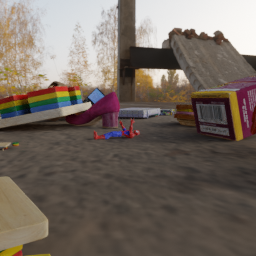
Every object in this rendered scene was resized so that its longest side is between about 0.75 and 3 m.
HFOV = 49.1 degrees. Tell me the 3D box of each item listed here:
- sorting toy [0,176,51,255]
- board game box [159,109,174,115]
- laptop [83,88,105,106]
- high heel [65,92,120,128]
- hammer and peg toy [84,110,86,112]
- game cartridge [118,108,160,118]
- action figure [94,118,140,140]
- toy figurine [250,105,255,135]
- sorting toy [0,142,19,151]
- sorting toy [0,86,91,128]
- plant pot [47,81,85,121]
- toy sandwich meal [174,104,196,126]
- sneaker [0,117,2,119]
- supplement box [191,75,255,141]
[{"bbox_3d":[-1.282,0.768,1.857,1.218,0.427,2.526,-5,8,-34],"label":"sorting toy"},{"bbox_3d":[2.315,-0.977,17.231,0.952,0.327,1.151,0,6,16],"label":"board game box"},{"bbox_3d":[-1.417,-1.138,13.231,0.675,1.158,1.307,-41,13,20],"label":"laptop"},{"bbox_3d":[-1.412,-0.727,10.792,2.732,1.313,0.921,4,8,33],"label":"high heel"},{"bbox_3d":[-1.755,-0.932,14.773,1.584,0.760,2.154,-6,6,-44],"label":"hammer and peg toy"},{"bbox_3d":[0.541,-0.837,15.409,1.888,0.559,2.912,7,9,23],"label":"game cartridge"},{"bbox_3d":[-0.285,0.002,7.766,1.282,0.634,0.418,1,7,-15],"label":"action figure"},{"bbox_3d":[3.487,-0.809,4.743,2.076,2.937,2.983,11,9,18],"label":"toy figurine"},{"bbox_3d":[-2.840,0.417,6.120,0.811,0.137,0.391,0,7,-9],"label":"sorting toy"},{"bbox_3d":[-3.237,-0.840,10.294,2.955,1.034,2.973,-10,7,12],"label":"sorting toy"},{"bbox_3d":[-2.930,-1.149,13.324,1.613,1.850,1.850,12,-2,-37],"label":"plant pot"},{"bbox_3d":[3.034,-0.566,11.451,2.449,0.839,2.449,0,7,0],"label":"toy sandwich meal"},{"bbox_3d":[-4.859,-0.195,10.919,0.369,0.332,0.856,10,10,-18],"label":"sneaker"},{"bbox_3d":[3.457,-0.694,8.260,2.606,1.345,1.706,-18,12,-20],"label":"supplement box"}]
